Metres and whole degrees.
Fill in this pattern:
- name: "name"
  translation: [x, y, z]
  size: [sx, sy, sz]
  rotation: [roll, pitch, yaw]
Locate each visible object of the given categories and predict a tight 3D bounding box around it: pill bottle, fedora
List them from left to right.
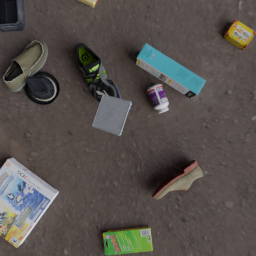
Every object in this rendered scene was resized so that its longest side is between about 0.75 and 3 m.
- name: "fedora"
  translation: [-3.329, -1.561, 10.625]
  size: [1.418, 0.647, 1.418]
  rotation: [0, 88, 0]
- name: "pill bottle"
  translation: [1.172, -1.105, 10.646]
  size: [0.585, 0.585, 1.040]
  rotation: [-20, 88, -1]

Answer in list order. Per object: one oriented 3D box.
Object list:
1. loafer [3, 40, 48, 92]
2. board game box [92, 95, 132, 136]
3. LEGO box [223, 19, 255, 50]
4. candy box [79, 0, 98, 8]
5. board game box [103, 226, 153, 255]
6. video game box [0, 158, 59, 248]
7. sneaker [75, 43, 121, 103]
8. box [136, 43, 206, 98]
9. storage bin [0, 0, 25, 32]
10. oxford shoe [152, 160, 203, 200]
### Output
- name: "loafer"
  translation: [-3.853, -2.375, 10.509]
  size: [0.843, 0.780, 2.241]
  rotation: [32, 86, 9]
- name: "board game box"
  translation: [-0.464, -0.383, 8.199]
  size: [1.025, 0.133, 1.025]
  rotation: [17, 87, 30]
- name: "LEGO box"
  translation: [4.295, -3.598, 10.816]
  size: [0.947, 0.365, 0.705]
  rotation: [34, 89, 1]
- name: "candy box"
  translation: [-1.782, -5.396, 10.846]
  size: [1.426, 0.394, 0.823]
  rotation: [25, 89, 1]
- name: "board game box"
  translation: [-0.012, 4.307, 10.679]
  size: [1.814, 0.272, 0.866]
  rotation: [-6, 88, -3]
- name: "video game box"
  translation: [-4.269, 2.778, 10.562]
  size: [2.259, 0.581, 2.480]
  rotation: [35, 89, 3]
- name: "sneaker"
  translation: [-1.230, -1.951, 10.395]
  size: [0.960, 1.122, 2.707]
  rotation: [-31, 89, 1]
- name: "box"
  translation: [1.544, -2.087, 10.434]
  size: [2.559, 1.053, 0.629]
  rotation: [32, 89, 0]
- name: "storage bin"
  translation: [-4.566, -4.537, 10.678]
  size: [1.017, 0.705, 1.505]
  rotation: [-4, 89, 0]
- name: "oxford shoe"
  translation: [1.883, 2.117, 10.494]
  size: [2.141, 0.754, 0.801]
  rotation: [-36, 94, 0]
